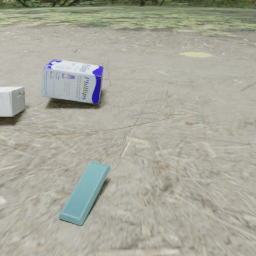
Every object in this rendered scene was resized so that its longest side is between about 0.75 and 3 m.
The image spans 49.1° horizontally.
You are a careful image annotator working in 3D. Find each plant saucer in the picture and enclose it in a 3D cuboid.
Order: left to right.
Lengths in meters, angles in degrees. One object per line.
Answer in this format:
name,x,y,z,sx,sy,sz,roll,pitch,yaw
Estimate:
plant saucer,-0.880,1.287,5.883,0.527,0.143,1.507,13,45,15

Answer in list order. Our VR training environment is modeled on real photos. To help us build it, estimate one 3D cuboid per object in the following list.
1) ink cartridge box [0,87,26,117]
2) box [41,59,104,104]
ink cartridge box,-4.597,-0.877,9.236,2.013,0.834,1.477,-1,14,-2
box,-1.987,-1.784,10.473,2.043,1.072,1.879,8,23,-6
